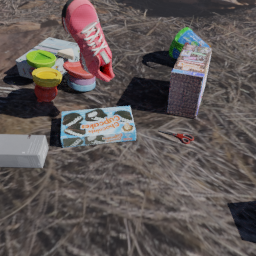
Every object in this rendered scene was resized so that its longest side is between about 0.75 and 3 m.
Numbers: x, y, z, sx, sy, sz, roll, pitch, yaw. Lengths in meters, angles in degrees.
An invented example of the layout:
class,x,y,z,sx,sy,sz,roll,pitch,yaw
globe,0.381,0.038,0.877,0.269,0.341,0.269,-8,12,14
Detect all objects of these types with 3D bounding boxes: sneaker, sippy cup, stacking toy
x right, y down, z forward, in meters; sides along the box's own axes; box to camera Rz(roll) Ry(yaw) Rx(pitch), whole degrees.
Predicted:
class,x,y,z,sx,sy,sz,roll,pitch,yaw
sneaker,-0.933,-2.447,8.103,1.043,2.830,1.227,-39,61,-13
sippy cup,2.939,-3.639,13.042,1.994,1.566,1.461,-39,65,-23
stacking toy,-2.838,-2.192,11.652,2.762,1.167,2.500,-16,47,-33

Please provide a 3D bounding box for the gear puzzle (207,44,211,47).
class,x,y,z,sx,sy,sz,roll,pitch,yaw
gear puzzle,3.634,-4.363,14.728,1.445,0.189,0.749,6,40,2

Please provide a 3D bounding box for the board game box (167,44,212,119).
class,x,y,z,sx,sy,sz,roll,pitch,yaw
board game box,2.354,-1.814,10.647,1.101,1.813,2.274,13,43,15

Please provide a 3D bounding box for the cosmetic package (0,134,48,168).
class,x,y,z,sx,sy,sz,roll,pitch,yaw
cosmetic package,-3.398,0.711,8.688,1.628,0.734,0.869,2,45,-2

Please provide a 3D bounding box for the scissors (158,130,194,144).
class,x,y,z,sx,sy,sz,roll,pitch,yaw
scissors,1.672,0.224,9.709,1.215,0.085,0.444,25,50,27

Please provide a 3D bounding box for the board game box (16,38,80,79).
class,x,y,z,sx,sy,sz,roll,pitch,yaw
board game box,-3.528,-3.160,12.902,1.876,0.817,2.543,16,44,18

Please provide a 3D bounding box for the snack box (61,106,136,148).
class,x,y,z,sx,sy,sz,roll,pitch,yaw
snack box,-1.044,-0.084,9.744,2.484,0.461,1.443,-6,42,-6
